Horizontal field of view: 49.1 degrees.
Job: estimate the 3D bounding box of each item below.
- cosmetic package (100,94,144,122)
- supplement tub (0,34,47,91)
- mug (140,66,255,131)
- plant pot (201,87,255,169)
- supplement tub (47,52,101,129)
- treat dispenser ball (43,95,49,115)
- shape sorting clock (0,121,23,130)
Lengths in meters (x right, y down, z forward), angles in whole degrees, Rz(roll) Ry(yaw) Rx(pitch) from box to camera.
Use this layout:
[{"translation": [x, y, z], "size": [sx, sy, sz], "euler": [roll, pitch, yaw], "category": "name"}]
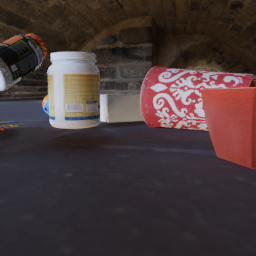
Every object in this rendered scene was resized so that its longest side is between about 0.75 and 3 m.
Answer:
[{"translation": [-0.086, -0.815, 11.251], "size": [1.982, 1.118, 0.804], "euler": [-1, 6, -27], "category": "cosmetic package"}, {"translation": [-3.651, -2.189, 9.009], "size": [1.237, 1.237, 2.019], "euler": [5, 39, 35], "category": "supplement tub"}, {"translation": [2.266, -0.859, 8.438], "size": [2.924, 1.951, 2.596], "euler": [9, 12, 35], "category": "mug"}, {"translation": [2.044, -0.048, 4.441], "size": [1.326, 1.169, 1.327], "euler": [-2, 8, -18], "category": "plant pot"}, {"translation": [-1.765, -1.235, 9.257], "size": [1.697, 2.346, 1.697], "euler": [0, 9, 0], "category": "supplement tub"}, {"translation": [-3.638, -1.166, 13.951], "size": [1.180, 1.180, 1.180], "euler": [0, 7, 0], "category": "treat dispenser ball"}, {"translation": [-3.795, -0.057, 8.449], "size": [1.199, 0.235, 1.199], "euler": [-4, 5, 0], "category": "shape sorting clock"}]
